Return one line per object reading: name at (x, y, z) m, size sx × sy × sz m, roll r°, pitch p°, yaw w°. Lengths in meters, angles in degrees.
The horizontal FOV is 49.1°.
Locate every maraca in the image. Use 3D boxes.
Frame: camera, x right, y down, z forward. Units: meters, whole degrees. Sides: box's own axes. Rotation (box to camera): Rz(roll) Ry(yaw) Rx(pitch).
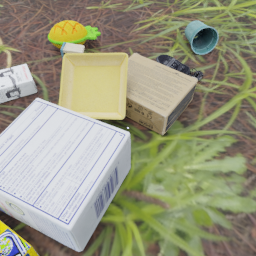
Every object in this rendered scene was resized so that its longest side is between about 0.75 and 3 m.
maraca at (-2.114, -3.665, 11.009) m, size 2.022 × 1.082 × 1.386 m, roll -13°, pitch 47°, yaw -13°

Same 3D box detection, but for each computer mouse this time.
computer mouse at (1.713, -1.992, 10.056) m, size 1.734 × 0.457 × 1.201 m, roll 37°, pitch 56°, yaw 13°

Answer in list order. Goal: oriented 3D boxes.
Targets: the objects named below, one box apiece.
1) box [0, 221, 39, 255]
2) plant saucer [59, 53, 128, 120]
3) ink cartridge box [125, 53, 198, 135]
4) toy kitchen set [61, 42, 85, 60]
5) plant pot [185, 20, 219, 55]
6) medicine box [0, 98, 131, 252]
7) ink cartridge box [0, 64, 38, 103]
box at (-3.203, 2.282, 6.036) m, size 2.673 × 0.936 × 0.859 m, roll 26°, pitch 54°, yaw 20°
plant saucer at (-0.952, -1.169, 8.091) m, size 1.930 × 0.468 × 1.930 m, roll 2°, pitch 81°, yaw 9°
ink cartridge box at (0.631, -1.175, 8.978) m, size 2.479 × 0.931 × 2.042 m, roll 29°, pitch 54°, yaw 23°
toy kitchen set at (-2.022, -1.305, 8.585) m, size 1.252 × 1.703 × 2.126 m, roll 3°, pitch 50°, yaw 1°
plant pot at (2.823, -3.662, 11.076) m, size 1.108 × 1.108 × 1.086 m, roll -9°, pitch 43°, yaw -8°
medicine box at (-1.741, 0.978, 6.785) m, size 2.870 × 1.477 × 2.614 m, roll 20°, pitch 53°, yaw 17°
ink cartridge box at (-3.946, -1.512, 9.485) m, size 1.437 × 0.599 × 1.043 m, roll -20°, pitch 53°, yaw -16°
